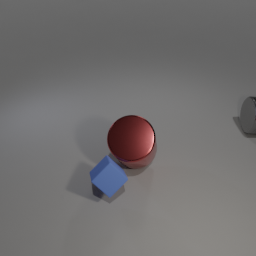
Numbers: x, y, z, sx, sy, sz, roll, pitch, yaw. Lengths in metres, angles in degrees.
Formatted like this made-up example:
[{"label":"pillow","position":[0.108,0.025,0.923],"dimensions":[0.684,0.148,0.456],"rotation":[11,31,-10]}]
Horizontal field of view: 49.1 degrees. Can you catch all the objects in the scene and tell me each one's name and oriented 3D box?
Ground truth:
[{"label":"cube","position":[-0.532,1.291,7.555],"dimensions":[0.700,0.700,0.700],"rotation":[-45,17,0]},{"label":"cylinder","position":[0.168,0.472,8.601],"dimensions":[1.400,1.400,1.400],"rotation":[-2,73,7]},{"label":"cylinder","position":[5.167,-0.454,10.514],"dimensions":[1.400,1.400,1.400],"rotation":[3,33,-1]}]
